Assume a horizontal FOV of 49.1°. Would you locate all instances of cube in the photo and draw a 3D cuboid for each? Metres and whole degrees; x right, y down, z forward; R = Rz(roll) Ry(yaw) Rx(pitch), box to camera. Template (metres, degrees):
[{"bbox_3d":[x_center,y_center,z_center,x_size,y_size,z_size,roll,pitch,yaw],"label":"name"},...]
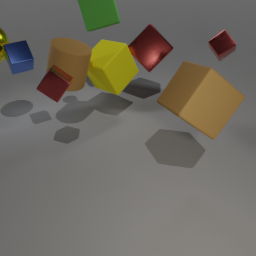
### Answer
[{"bbox_3d":[3.453,-3.009,10.273,0.700,0.700,0.700,58,15,13],"label":"cube"},{"bbox_3d":[-2.104,-1.297,8.134,0.700,0.700,0.700,34,19,-16],"label":"cube"},{"bbox_3d":[-1.169,-4.924,11.678,1.400,1.400,1.400,-15,20,5],"label":"cube"},{"bbox_3d":[-0.701,-2.370,10.877,1.400,1.400,1.400,24,67,39],"label":"cube"},{"bbox_3d":[0.926,-3.407,12.104,1.400,1.400,1.400,45,11,-7],"label":"cube"},{"bbox_3d":[1.927,-0.782,7.623,1.400,1.400,1.400,30,8,-27],"label":"cube"},{"bbox_3d":[-3.450,-2.231,8.876,0.700,0.700,0.700,-22,81,-24],"label":"cube"}]

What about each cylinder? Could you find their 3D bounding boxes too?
[{"bbox_3d":[-2.077,-2.218,9.764,1.400,1.400,1.400,13,33,-9],"label":"cylinder"}]

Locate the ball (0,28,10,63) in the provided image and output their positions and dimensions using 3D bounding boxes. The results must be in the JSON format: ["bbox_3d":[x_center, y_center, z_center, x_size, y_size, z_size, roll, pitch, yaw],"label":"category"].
[{"bbox_3d":[-4.680,-2.797,9.299,1.400,1.400,1.400,0,33,0],"label":"ball"}]
